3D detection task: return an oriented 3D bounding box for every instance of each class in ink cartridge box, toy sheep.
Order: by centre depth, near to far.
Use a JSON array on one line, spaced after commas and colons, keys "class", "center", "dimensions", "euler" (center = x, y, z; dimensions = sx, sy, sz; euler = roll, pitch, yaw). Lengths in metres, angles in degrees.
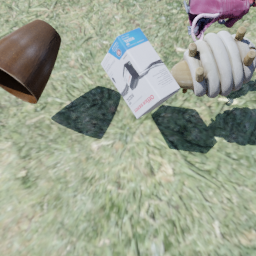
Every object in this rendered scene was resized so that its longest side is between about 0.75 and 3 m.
[{"class": "toy sheep", "center": [2.145, -1.491, 6.515], "dimensions": [2.399, 1.654, 1.654], "euler": [-13, 57, 8]}, {"class": "ink cartridge box", "center": [0.249, -1.257, 6.725], "dimensions": [0.720, 1.248, 1.720], "euler": [-32, 87, -31]}]

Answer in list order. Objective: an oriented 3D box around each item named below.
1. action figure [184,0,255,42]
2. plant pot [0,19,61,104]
[{"class": "action figure", "center": [2.427, -3.080, 7.085], "dimensions": [1.906, 1.277, 1.420], "euler": [-8, 36, 10]}, {"class": "plant pot", "center": [-2.593, -1.862, 7.273], "dimensions": [1.710, 1.710, 1.829], "euler": [24, 71, 15]}]
